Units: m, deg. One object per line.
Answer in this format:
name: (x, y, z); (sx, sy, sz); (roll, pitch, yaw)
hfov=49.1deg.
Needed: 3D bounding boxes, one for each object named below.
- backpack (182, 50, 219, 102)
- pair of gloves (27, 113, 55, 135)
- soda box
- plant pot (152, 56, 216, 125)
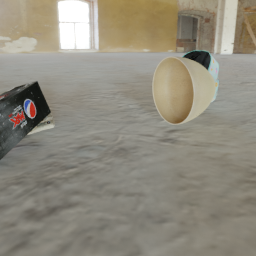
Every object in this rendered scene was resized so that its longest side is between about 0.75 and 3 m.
backpack: (2.423, -1.772, 9.927); (1.370, 1.787, 1.571); (17, -6, -42)
pair of gloves: (-2.530, -0.087, 7.338); (1.181, 0.244, 1.389); (-13, 21, -16)
soda box: (-2.607, -0.152, 5.877); (0.819, 0.915, 2.585); (-12, 22, 15)
plant pot: (1.601, -1.029, 7.422); (1.168, 1.740, 1.740); (-11, 21, -28)
